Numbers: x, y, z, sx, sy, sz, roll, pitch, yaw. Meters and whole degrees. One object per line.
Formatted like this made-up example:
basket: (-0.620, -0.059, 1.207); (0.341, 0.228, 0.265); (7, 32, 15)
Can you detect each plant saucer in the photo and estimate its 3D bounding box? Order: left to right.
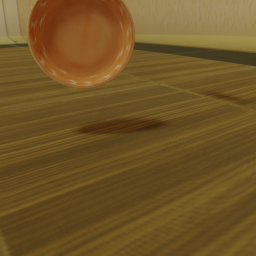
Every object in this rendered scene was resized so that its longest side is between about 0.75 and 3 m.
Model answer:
plant saucer: (-1.131, -2.284, 6.950); (2.589, 2.589, 0.485); (-2, 10, -5)
